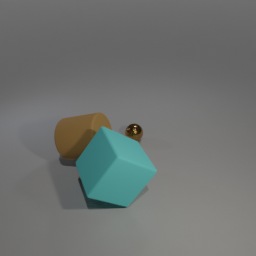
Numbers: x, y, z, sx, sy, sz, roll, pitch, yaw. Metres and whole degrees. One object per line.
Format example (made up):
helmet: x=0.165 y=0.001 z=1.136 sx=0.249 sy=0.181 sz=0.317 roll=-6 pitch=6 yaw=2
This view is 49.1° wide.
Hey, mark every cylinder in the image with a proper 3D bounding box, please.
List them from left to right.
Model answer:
cylinder: x=-1.406 y=0.279 z=9.086 sx=1.400 sy=1.400 sz=1.400 roll=-8 pitch=25 yaw=22

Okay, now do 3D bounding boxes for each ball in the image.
ball: x=0.231 y=0.176 z=10.711 sx=0.700 sy=0.700 sz=0.700 roll=0 pitch=29 yaw=0

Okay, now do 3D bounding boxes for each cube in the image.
cube: x=-0.362 y=1.066 z=7.662 sx=1.400 sy=1.400 sz=1.400 roll=25 pitch=20 yaw=-36
